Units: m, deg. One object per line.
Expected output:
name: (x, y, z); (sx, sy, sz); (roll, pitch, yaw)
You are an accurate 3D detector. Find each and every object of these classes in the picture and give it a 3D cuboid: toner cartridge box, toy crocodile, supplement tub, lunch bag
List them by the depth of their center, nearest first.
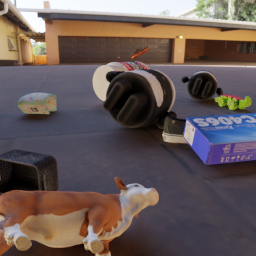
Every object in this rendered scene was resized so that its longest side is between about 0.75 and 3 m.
toner cartridge box: (2.682, 0.173, 6.369); (2.538, 0.548, 1.206); (-4, 31, -14)
lunch bag: (-3.331, -0.912, 10.387); (1.075, 0.769, 1.262); (2, 10, 4)
toy crocodile: (4.252, -1.117, 11.477); (0.621, 0.568, 1.839); (-5, 16, -17)
supplement tub: (-0.192, -2.141, 12.906); (1.768, 1.768, 2.519); (11, 18, 36)

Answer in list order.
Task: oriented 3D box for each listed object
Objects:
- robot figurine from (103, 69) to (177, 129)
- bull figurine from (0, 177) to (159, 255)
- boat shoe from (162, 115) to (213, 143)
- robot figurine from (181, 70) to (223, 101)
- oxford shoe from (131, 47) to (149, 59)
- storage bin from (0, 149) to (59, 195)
robot figurine: (0.395, -0.935, 8.748); (1.725, 2.076, 2.764); (-10, 8, 31)
bull figurine: (-0.611, 1.097, 3.248); (2.059, 0.671, 1.250); (-2, 15, -6)
boat shoe: (2.014, 0.010, 7.252); (2.236, 0.633, 0.767); (-2, 16, -6)
robot figurine: (3.529, -2.006, 13.304); (1.373, 1.653, 2.200); (-30, 6, 21)
oxford shoe: (0.489, -3.253, 11.846); (0.816, 0.296, 0.290); (-27, -3, 3)
storage bin: (-1.652, 0.759, 4.516); (0.962, 0.650, 0.451); (7, 17, 24)
